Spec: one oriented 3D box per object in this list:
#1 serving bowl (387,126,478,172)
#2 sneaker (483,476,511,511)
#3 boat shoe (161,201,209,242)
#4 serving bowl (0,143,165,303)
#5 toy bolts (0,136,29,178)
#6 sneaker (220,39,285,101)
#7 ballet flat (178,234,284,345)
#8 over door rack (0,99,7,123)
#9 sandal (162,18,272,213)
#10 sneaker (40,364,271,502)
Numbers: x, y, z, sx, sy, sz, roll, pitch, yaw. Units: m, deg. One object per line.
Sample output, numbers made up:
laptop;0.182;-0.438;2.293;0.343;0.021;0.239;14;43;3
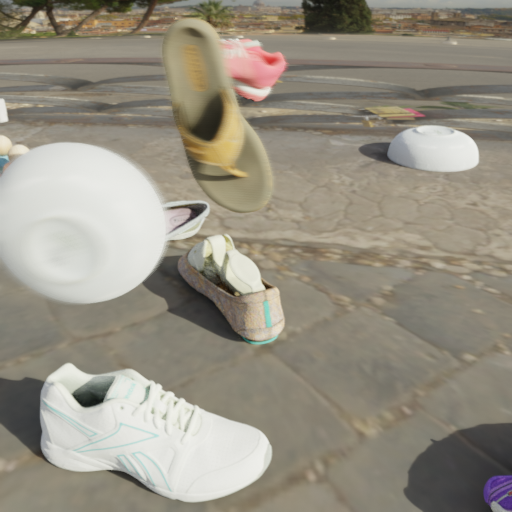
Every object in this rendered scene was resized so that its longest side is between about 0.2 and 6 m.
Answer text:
serving bowl;4.841;-3.040;15.285;2.408;0.792;2.408;-1;27;0
sneaker;3.148;2.039;5.431;2.124;0.856;0.886;-12;24;-21
boat shoe;-1.888;-0.571;10.264;2.257;0.724;0.832;-15;74;-37
serving bowl;-1.809;-0.191;5.531;1.746;1.746;0.574;0;31;1
toy bolts;-5.334;-2.130;12.978;1.832;1.270;1.750;16;31;28
sneaker;-0.396;-2.973;8.320;1.986;0.862;0.732;1;64;-43
ballet flat;-0.441;0.239;8.685;0.986;0.974;2.898;-20;33;-25
over door rack;-8.265;-2.931;14.382;3.402;1.133;2.514;-6;19;38
sandal;-0.595;-1.792;7.518;1.087;2.707;0.731;-16;17;10
sneaker;-1.100;1.767;5.742;2.542;1.019;0.894;6;26;9
